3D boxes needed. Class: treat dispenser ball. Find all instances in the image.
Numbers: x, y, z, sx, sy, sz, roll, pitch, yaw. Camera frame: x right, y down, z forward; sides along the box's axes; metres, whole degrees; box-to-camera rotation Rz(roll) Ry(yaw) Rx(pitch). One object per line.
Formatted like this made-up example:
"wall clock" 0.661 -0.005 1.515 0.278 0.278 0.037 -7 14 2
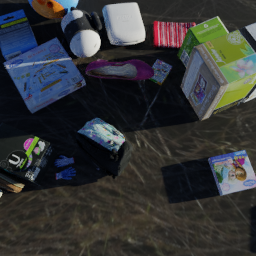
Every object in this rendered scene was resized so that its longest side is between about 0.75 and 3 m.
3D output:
"treat dispenser ball" -3.360 -6.085 12.506 2.302 2.302 2.302 0 68 0

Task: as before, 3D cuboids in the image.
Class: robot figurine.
"robot figurine" -2.056 -4.156 12.210 1.404 1.691 2.251 -14 67 -25

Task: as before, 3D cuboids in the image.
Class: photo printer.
"photo printer" -0.166 -4.672 12.719 1.699 0.709 2.042 -8 69 -8

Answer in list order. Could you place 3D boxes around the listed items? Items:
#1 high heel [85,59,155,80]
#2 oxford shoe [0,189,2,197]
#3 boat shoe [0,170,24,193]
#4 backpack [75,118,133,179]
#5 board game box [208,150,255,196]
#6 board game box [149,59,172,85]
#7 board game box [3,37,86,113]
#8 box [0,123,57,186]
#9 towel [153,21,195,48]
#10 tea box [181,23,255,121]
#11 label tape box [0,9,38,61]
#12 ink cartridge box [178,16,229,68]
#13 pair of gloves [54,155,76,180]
"high heel" -0.335 -2.293 11.443 2.722 0.917 1.306 16 36 10
"oxford shoe" -5.180 2.529 10.075 1.244 0.359 0.468 -18 66 -9
"boat shoe" -5.009 1.869 10.093 2.698 0.971 0.917 19 74 17
"backpack" -0.891 0.643 10.266 2.096 1.749 1.327 33 52 15
"board game box" 3.918 1.652 10.452 1.428 0.294 1.425 -12 69 -5
"board game box" 1.355 -2.427 12.132 0.760 0.200 0.993 30 71 11
"board game box" -3.533 -2.291 11.896 2.563 0.527 2.557 -30 71 -11
"box" -3.906 0.975 10.209 1.989 1.236 1.477 22 70 9
"towel" 2.143 -4.296 12.874 1.983 0.223 1.434 3 69 1
"tea box" 3.765 -2.008 10.570 2.725 2.770 1.851 -23 70 -9
"label tape box" -5.018 -4.119 12.554 1.515 0.665 2.101 -22 70 -8
"ink cartridge box" 3.625 -3.650 11.614 2.677 1.978 1.014 -27 77 -10
"pair of gloves" -2.398 1.490 10.620 0.788 0.112 0.980 -10 69 -4
